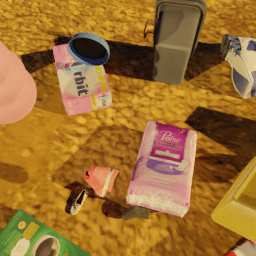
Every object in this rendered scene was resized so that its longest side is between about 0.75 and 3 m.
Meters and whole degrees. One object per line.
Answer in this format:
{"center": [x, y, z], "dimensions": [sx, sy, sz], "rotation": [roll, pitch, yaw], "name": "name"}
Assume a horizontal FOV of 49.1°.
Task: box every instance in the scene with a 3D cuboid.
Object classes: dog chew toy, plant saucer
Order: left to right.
{"center": [-3.240, -1.183, 6.835], "dimensions": [1.737, 2.789, 1.737], "rotation": [3, 70, -9], "name": "dog chew toy"}
{"center": [4.013, 1.793, 7.198], "dimensions": [2.784, 0.674, 2.783], "rotation": [19, 46, 40], "name": "plant saucer"}

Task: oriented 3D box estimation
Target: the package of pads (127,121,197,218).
{"center": [1.044, 1.085, 8.016], "dimensions": [1.620, 1.017, 2.689], "rotation": [14, 46, 7], "name": "package of pads"}

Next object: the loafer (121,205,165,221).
{"center": [0.479, 2.328, 7.822], "dimensions": [1.344, 0.489, 0.486], "rotation": [-20, 60, -11], "name": "loafer"}

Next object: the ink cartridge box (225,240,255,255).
{"center": [3.308, 3.513, 6.850], "dimensions": [2.562, 0.862, 1.489], "rotation": [-24, 61, -14], "name": "ink cartridge box"}

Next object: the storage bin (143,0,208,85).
{"center": [1.487, -2.944, 9.925], "dimensions": [2.031, 2.790, 1.874], "rotation": [11, 68, 7], "name": "storage bin"}

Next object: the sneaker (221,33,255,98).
{"center": [4.685, -2.550, 10.470], "dimensions": [1.644, 1.150, 2.847], "rotation": [-5, 57, -1], "name": "sneaker"}

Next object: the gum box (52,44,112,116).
{"center": [-1.699, -1.961, 10.209], "dimensions": [1.606, 0.936, 2.829], "rotation": [-14, 59, -7], "name": "gum box"}

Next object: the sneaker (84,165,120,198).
{"center": [-0.655, 1.120, 6.322], "dimensions": [0.687, 1.585, 0.584], "rotation": [25, 66, -3], "name": "sneaker"}

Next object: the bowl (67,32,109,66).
{"center": [-1.190, -2.397, 8.557], "dimensions": [1.288, 1.288, 0.253], "rotation": [7, 64, 5], "name": "bowl"}

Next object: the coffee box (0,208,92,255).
{"center": [-2.258, 3.341, 7.150], "dimensions": [2.465, 0.542, 1.516], "rotation": [25, 62, 15], "name": "coffee box"}

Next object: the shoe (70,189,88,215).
{"center": [-1.430, 2.130, 8.101], "dimensions": [0.279, 0.213, 0.798], "rotation": [24, 61, 14], "name": "shoe"}
